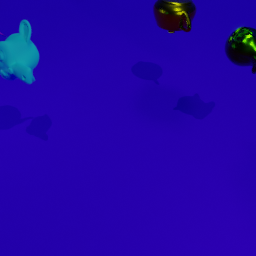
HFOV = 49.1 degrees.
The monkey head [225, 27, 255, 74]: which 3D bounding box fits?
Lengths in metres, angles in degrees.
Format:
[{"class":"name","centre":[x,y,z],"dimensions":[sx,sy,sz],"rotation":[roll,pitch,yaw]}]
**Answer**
[{"class":"monkey head","centre":[2.609,-1.752,5.760],"dimensions":[0.966,1.153,1.603],"rotation":[49,22,11]}]

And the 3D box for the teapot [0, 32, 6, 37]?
[{"class":"teapot","centre":[-2.765,-1.779,4.297],"dimensions":[0.819,1.673,1.040],"rotation":[-51,31,4]}]

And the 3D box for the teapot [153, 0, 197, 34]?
[{"class":"teapot","centre":[1.173,-2.966,7.379],"dimensions":[1.117,0.879,1.796],"rotation":[-12,41,-18]}]

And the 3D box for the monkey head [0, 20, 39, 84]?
[{"class":"monkey head","centre":[-1.777,-1.141,4.759],"dimensions":[0.866,1.204,0.726],"rotation":[32,47,17]}]
